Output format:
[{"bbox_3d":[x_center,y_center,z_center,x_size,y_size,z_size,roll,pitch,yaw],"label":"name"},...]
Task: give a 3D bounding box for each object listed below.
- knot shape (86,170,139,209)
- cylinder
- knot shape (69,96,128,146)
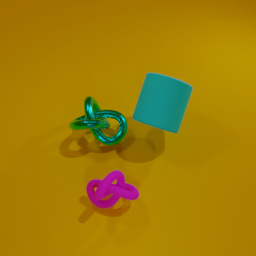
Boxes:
[{"bbox_3d":[-0.322,1.553,6.963,1.251,1.337,0.618,9,56,-23],"label":"knot shape"},{"bbox_3d":[0.966,-0.696,7.928,1.373,1.373,1.373,19,94,15],"label":"cylinder"},{"bbox_3d":[-0.965,-0.193,8.221,1.707,0.789,1.597,45,35,24],"label":"knot shape"}]
